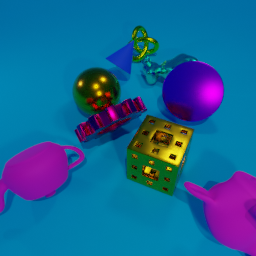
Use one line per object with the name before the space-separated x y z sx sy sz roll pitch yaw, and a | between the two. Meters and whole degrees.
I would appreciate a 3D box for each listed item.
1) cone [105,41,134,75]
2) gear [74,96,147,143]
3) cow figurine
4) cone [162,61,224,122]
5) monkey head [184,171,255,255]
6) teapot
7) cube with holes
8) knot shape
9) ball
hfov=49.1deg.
cone | -0.064 -2.188 8.251 0.878 0.878 0.882 38 101 31
gear | -0.375 -0.169 6.297 1.654 1.654 0.306 -25 84 -22
cow figurine | 1.187 -1.791 8.306 1.430 0.785 1.407 -41 57 -18
cone | 1.733 -1.013 7.520 1.480 1.480 1.485 12 13 11
monkey head | 1.840 1.480 4.472 1.974 1.190 1.420 49 16 3
teapot | -1.823 0.950 5.582 2.075 1.016 1.290 -29 16 -20
cube with holes | 0.668 0.566 5.932 1.054 1.054 1.054 19 49 17
knot shape | 0.415 -2.792 9.126 1.132 1.060 0.523 -18 31 -4
ball | -0.800 -0.931 7.202 1.252 1.252 1.252 0 46 0
